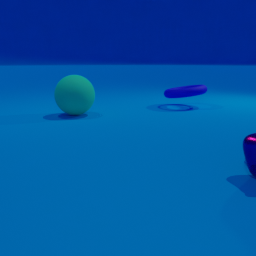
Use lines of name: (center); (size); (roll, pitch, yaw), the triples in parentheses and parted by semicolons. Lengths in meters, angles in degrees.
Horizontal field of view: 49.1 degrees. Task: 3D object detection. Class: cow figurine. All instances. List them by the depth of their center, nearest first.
cow figurine: (2.580, 0.214, 4.172); (1.722, 0.945, 1.695); (-15, 4, 10)

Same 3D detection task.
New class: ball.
ball: (-1.653, -1.023, 8.724); (1.245, 1.245, 1.245); (0, 14, 0)

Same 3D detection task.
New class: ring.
ring: (2.112, -1.352, 10.335); (1.582, 0.316, 1.582); (-8, 10, 1)
